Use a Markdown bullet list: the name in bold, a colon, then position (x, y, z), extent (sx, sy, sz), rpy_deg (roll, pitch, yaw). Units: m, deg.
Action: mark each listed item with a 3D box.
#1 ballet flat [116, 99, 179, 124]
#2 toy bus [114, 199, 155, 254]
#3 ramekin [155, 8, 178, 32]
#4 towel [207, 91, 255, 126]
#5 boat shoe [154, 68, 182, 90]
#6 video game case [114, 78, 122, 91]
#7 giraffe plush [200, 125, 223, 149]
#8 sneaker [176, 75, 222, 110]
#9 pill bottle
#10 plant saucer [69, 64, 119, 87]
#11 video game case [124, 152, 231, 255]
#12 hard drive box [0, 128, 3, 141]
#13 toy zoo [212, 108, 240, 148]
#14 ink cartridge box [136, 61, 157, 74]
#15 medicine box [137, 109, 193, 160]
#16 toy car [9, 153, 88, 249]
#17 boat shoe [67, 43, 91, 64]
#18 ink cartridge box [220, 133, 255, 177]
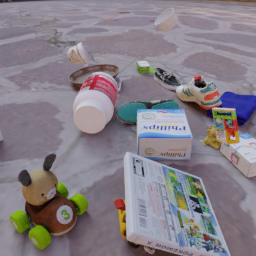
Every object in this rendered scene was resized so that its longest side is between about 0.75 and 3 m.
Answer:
- **ballet flat**: position (0.811, -0.727, 12.148), extent (2.773, 1.029, 1.029), rpy_deg (-4, 32, -9)
- **toy bus**: position (0.192, 2.450, 6.932), extent (1.449, 0.794, 1.536), rpy_deg (48, 22, 21)
- **ramekin**: position (1.684, -4.586, 11.981), extent (0.980, 0.515, 0.980), rpy_deg (-34, 32, 25)
- **towel**: position (4.803, -0.904, 12.628), extent (1.780, 0.597, 2.411), rpy_deg (15, 34, 34)
- **boat shoe**: position (2.200, -2.731, 15.305), extent (0.817, 0.756, 2.213), rpy_deg (-13, 34, -20)
- **video game case**: position (-1.088, -2.411, 15.346), extent (1.414, 0.184, 1.553), rpy_deg (1, 31, 1)
- **giraffe plush**: position (3.198, 0.274, 10.516), extent (0.878, 0.712, 0.758), rpy_deg (8, 33, 13)
- **sneaker**: position (3.151, -1.864, 12.910), extent (1.028, 1.365, 2.920), rpy_deg (-25, 27, -13)
- **pill bottle**: position (-1.356, -1.087, 11.818), extent (1.659, 1.659, 2.956), rpy_deg (2, 32, 3)
- **plant saucer**: position (-1.838, -2.861, 15.520), extent (2.838, 0.455, 2.838), rpy_deg (-8, 30, 5)
- **video game case**: position (1.119, 1.947, 7.246), extent (2.577, 0.311, 2.827), rpy_deg (21, 28, -15)
- **hard drive box**: position (-5.663, 0.148, 9.836), extent (0.814, 1.652, 2.120), rpy_deg (16, 35, 25)
- **toy zoo**: position (2.444, 0.005, 6.977), extent (0.104, 1.015, 0.666), rpy_deg (-21, 15, -26)
- **ink cartridge box**: position (1.228, -3.746, 17.194), extent (1.298, 0.492, 0.959), rpy_deg (-6, 32, -8)
- **medicine box**: position (1.256, 0.204, 10.320), extent (1.840, 1.040, 2.020), rpy_deg (0, 32, 1)
- **toy car**: position (-2.083, 1.640, 7.109), extent (1.566, 1.984, 1.630), rpy_deg (21, 38, 30)
- **boat shoe**: position (-2.169, -3.094, 11.879), extent (0.817, 0.895, 2.487), rpy_deg (-26, 25, -3)
- **ink cartridge box**: position (4.091, 0.898, 9.577), extent (1.096, 0.642, 1.516), rpy_deg (-10, 34, -16)
